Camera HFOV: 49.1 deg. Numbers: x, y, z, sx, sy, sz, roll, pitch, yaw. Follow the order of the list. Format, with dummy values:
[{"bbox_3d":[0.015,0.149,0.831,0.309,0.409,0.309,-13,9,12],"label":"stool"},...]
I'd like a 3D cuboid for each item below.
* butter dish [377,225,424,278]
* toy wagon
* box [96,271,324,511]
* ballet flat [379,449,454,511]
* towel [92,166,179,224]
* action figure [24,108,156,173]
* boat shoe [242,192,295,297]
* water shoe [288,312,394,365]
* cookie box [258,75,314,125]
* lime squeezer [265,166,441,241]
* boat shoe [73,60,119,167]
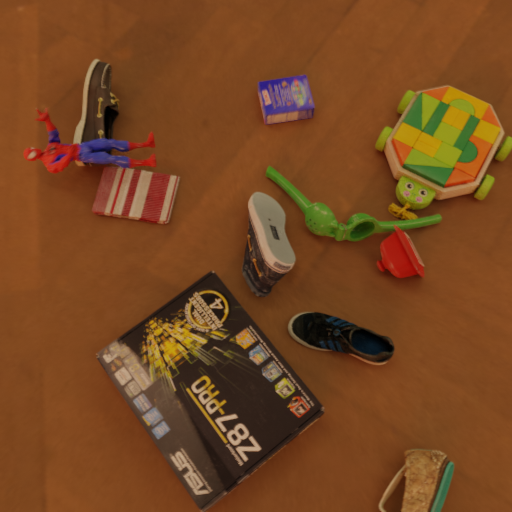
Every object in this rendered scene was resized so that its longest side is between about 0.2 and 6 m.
[{"bbox_3d":[2.594,0.045,10.373,0.742,1.001,1.004,-29,73,18],"label":"butter dish"},{"bbox_3d":[3.662,-2.029,11.295,2.405,0.613,3.100,29,70,12],"label":"toy wagon"},{"bbox_3d":[-0.784,2.178,9.478,2.517,0.767,3.123,-36,72,-11],"label":"box"},{"bbox_3d":[2.263,4.292,8.675,0.884,0.955,2.709,12,62,33],"label":"ballet flat"},{"bbox_3d":[-2.399,-1.229,11.216,1.546,0.176,1.113,8,66,2],"label":"towel"},{"bbox_3d":[-3.172,-2.127,10.515,2.442,1.209,0.797,-6,67,-7],"label":"action figure"},{"bbox_3d":[0.072,-0.259,10.516,0.759,0.973,2.144,19,36,-25],"label":"boat shoe"},{"bbox_3d":[1.502,1.352,9.825,1.884,0.743,0.673,15,69,6],"label":"water shoe"},{"bbox_3d":[0.625,-3.330,11.948,1.057,0.397,0.904,-9,68,-4],"label":"cookie box"},{"bbox_3d":[1.745,-0.763,10.875,3.576,0.675,1.263,16,35,7],"label":"lime squeezer"},{"bbox_3d":[-3.190,-2.942,11.583,0.715,0.847,2.376,4,75,2],"label":"boat shoe"}]
